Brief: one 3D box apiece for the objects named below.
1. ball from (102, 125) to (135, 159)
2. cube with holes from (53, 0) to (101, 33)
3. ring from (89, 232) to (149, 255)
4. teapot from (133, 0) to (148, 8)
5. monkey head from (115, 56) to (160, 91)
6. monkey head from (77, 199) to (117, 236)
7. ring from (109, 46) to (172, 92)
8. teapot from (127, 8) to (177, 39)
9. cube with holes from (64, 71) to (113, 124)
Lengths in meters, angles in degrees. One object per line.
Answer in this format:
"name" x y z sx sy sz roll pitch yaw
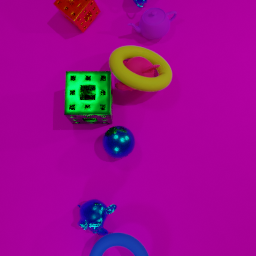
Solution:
"ball" -0.272 0.414 8.281 0.979 0.979 0.979 0 78 0
"cube with holes" -1.632 -3.906 9.103 0.928 0.928 0.928 41 93 9
"ring" -0.237 3.654 7.445 1.705 0.341 1.705 -1 87 10
"teapot" 0.534 -4.551 9.295 0.653 0.829 1.333 19 74 0
"monkey head" 0.170 -1.645 8.518 1.214 1.687 1.017 -15 115 -39
"monkey head" -0.878 2.499 7.863 1.416 1.019 0.853 -11 46 34
"ring" 0.400 -1.847 8.565 1.995 0.399 1.995 11 45 -12
"teapot" 0.797 -3.434 9.099 1.668 0.817 1.037 -18 65 -1
"cube with holes" -1.121 -0.864 8.366 1.273 1.273 1.273 0 79 -1
